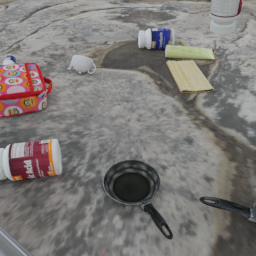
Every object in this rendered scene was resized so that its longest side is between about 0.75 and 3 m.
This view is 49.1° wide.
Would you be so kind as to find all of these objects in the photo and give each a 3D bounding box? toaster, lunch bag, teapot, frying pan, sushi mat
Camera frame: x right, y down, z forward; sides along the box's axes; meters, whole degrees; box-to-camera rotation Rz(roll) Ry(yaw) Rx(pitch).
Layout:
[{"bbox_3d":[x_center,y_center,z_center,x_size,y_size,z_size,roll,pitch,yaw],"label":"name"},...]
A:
[{"bbox_3d":[-2.048,2.575,3.634,1.300,2.191,1.981,28,47,25],"label":"toaster"},{"bbox_3d":[-3.739,-1.424,9.836,2.151,1.001,2.442,-10,39,-21],"label":"lunch bag"},{"bbox_3d":[-1.894,-2.579,11.546,0.911,0.674,0.923,7,5,-33],"label":"teapot"},{"bbox_3d":[2.920,2.002,5.808,2.538,0.413,1.535,-6,37,-4],"label":"frying pan"},{"bbox_3d":[2.439,-2.141,11.364,1.258,0.159,2.629,-3,38,-6],"label":"sushi mat"},{"bbox_3d":[0.426,1.502,6.490,2.256,0.367,1.365,30,47,30],"label":"frying pan"}]

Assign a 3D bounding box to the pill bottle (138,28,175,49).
[{"bbox_3d":[1.353,-4.295,13.494,1.646,0.953,0.953,-3,38,-3],"label":"pill bottle"}]

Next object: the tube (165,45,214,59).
[{"bbox_3d":[2.811,-3.428,12.782,2.181,0.633,0.566,3,-2,-1],"label":"tube"}]

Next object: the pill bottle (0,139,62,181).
[{"bbox_3d":[-2.499,0.806,6.932,1.589,0.907,0.907,-7,38,-8],"label":"pill bottle"}]

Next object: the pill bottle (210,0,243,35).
[{"bbox_3d":[3.470,-4.426,9.877,1.077,1.967,1.077,-4,44,3],"label":"pill bottle"}]

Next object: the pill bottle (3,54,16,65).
[{"bbox_3d":[-5.000,-2.711,11.818,0.491,0.491,0.884,-8,39,-10],"label":"pill bottle"}]
